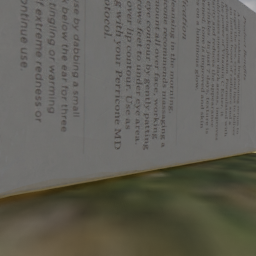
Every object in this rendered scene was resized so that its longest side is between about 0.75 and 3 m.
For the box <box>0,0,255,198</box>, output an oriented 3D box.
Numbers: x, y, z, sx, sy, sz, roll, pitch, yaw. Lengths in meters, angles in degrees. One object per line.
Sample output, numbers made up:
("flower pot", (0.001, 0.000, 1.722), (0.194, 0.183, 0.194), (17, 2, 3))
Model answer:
("box", (-0.176, -0.274, 1.535), (1.209, 0.844, 1.587), (1, 2, 44))
